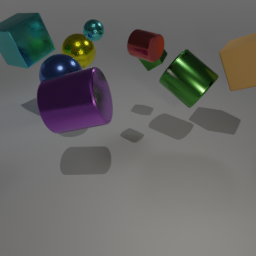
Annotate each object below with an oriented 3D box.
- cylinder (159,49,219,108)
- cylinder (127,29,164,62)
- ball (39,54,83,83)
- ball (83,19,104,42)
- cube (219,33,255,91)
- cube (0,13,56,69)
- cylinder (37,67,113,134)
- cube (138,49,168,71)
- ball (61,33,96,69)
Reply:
[{"bbox_3d":[1.988,-1.617,9.250,1.400,1.400,1.400,42,42,5],"label":"cylinder"},{"bbox_3d":[0.456,-2.108,7.166,0.700,0.700,0.700,26,40,32],"label":"cylinder"},{"bbox_3d":[-2.130,-1.665,9.010,1.400,1.400,1.400,0,32,0],"label":"ball"},{"bbox_3d":[-1.139,-3.235,9.291,0.700,0.700,0.700,0,32,0],"label":"ball"},{"bbox_3d":[4.004,-2.208,9.113,1.400,1.400,1.400,-9,23,39],"label":"cube"},{"bbox_3d":[-3.750,-3.127,9.964,1.400,1.400,1.400,17,51,37],"label":"cube"},{"bbox_3d":[-1.249,-0.656,6.876,1.400,1.400,1.400,-10,29,14],"label":"cylinder"},{"bbox_3d":[0.878,-2.610,10.047,0.700,0.700,0.700,-23,26,41],"label":"cube"},{"bbox_3d":[-2.016,-3.125,11.427,1.400,1.400,1.400,0,32,0],"label":"ball"}]
